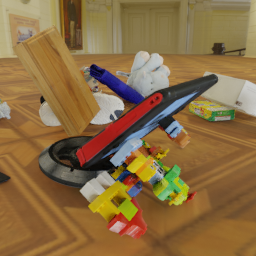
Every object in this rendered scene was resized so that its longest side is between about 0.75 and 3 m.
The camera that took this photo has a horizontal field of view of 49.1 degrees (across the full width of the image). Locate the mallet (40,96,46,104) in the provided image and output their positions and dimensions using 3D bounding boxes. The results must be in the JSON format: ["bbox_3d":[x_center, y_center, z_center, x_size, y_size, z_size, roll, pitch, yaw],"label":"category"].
[{"bbox_3d":[-3.296,-1.450,13.404,0.786,0.491,2.388,0,13,13],"label":"mallet"}]

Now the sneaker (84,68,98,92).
[{"bbox_3d":[-2.284,-2.463,14.298,1.091,1.283,2.931,3,9,8],"label":"sneaker"}]

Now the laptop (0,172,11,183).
[{"bbox_3d":[-3.679,0.764,5.936,1.698,0.877,1.505,13,23,35],"label":"laptop"}]

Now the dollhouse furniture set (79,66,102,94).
[{"bbox_3d":[-1.830,-1.615,12.240,0.840,1.631,1.614,-35,0,-17],"label":"dollhouse furniture set"}]

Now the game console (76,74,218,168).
[{"bbox_3d":[0.468,-0.180,5.893,2.546,0.447,2.879,-34,-5,37],"label":"game console"}]

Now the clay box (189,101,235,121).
[{"bbox_3d":[3.202,-0.722,11.057,1.054,0.437,1.834,-4,17,-16],"label":"clay box"}]

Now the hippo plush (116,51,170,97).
[{"bbox_3d":[0.874,-2.595,13.805,2.828,2.253,2.274,-1,17,-5],"label":"hippo plush"}]

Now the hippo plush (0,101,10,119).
[{"bbox_3d":[-4.860,-0.774,10.236,1.326,1.057,1.067,-15,3,16],"label":"hippo plush"}]

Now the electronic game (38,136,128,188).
[{"bbox_3d":[-0.902,0.742,6.584,2.296,0.478,2.296,6,19,-2],"label":"electronic game"}]

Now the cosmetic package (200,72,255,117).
[{"bbox_3d":[4.200,-1.399,11.384,1.529,1.099,2.709,18,10,-24],"label":"cosmetic package"}]

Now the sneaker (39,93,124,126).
[{"bbox_3d":[-1.706,-0.928,10.472,2.935,1.171,1.910,-12,28,-4],"label":"sneaker"}]

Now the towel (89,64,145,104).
[{"bbox_3d":[-0.516,-1.856,12.520,2.523,0.625,1.863,31,6,-32],"label":"towel"}]

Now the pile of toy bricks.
[{"bbox_3d":[0.627,0.871,5.269,1.478,1.661,2.994,45,19,9],"label":"pile of toy bricks"}]

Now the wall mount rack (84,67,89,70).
[{"bbox_3d":[-3.487,-2.643,15.919,2.555,1.097,2.941,-16,2,44],"label":"wall mount rack"}]

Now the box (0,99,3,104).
[{"bbox_3d":[-5.562,-0.823,11.064,1.005,0.637,1.044,-13,22,-32],"label":"box"}]

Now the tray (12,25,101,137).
[{"bbox_3d":[-1.944,-1.363,8.301,0.545,2.941,1.451,-11,30,32],"label":"tray"}]
